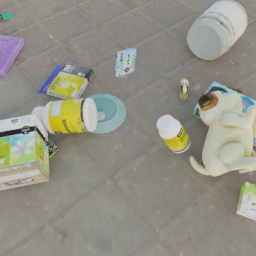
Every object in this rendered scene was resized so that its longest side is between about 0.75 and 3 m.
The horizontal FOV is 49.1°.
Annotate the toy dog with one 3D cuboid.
[{"bbox_3d":[3.396,0.099,9.620,1.999,2.778,2.865,10,65,-44],"label":"toy dog"}]

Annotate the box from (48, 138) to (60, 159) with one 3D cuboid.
[{"bbox_3d":[-3.110,0.735,10.382,0.919,0.203,0.736,35,62,22],"label":"box"}]

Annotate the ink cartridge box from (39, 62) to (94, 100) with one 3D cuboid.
[{"bbox_3d":[-2.691,-2.081,12.199,1.850,0.435,1.828,17,58,9],"label":"ink cartridge box"}]

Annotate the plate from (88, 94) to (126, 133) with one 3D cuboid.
[{"bbox_3d":[-1.083,-0.688,11.328,2.029,0.259,2.029,0,55,0],"label":"plate"}]

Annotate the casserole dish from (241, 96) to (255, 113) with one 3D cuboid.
[{"bbox_3d":[4.321,-0.820,10.761,1.160,0.225,0.703,-22,58,-14],"label":"casserole dish"}]

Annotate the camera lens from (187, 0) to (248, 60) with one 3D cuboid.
[{"bbox_3d":[4.138,-4.547,12.914,1.973,1.973,2.467,33,61,21],"label":"camera lens"}]

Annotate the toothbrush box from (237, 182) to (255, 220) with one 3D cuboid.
[{"bbox_3d":[4.047,2.386,9.106,0.745,0.440,1.023,19,59,13],"label":"toothbrush box"}]

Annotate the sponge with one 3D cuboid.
[{"bbox_3d":[-5.945,-3.462,13.179,1.300,0.347,2.330,9,56,6],"label":"sponge"}]

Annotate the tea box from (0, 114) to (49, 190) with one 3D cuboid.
[{"bbox_3d":[-3.883,0.854,9.421,2.067,1.381,2.033,-12,62,-2],"label":"tea box"}]

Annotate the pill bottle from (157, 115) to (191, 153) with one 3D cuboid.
[{"bbox_3d":[1.583,0.200,9.822,0.811,1.443,0.811,-20,47,23],"label":"pill bottle"}]

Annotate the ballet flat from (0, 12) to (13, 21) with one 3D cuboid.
[{"bbox_3d":[-6.727,-5.890,14.853,1.204,0.416,0.428,-27,40,-17],"label":"ballet flat"}]

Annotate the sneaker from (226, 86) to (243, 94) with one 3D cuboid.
[{"bbox_3d":[4.422,-1.537,11.890,0.852,0.300,0.322,12,73,18],"label":"sneaker"}]

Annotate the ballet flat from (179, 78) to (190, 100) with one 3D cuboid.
[{"bbox_3d":[2.434,-1.755,11.970,0.439,0.403,1.280,5,55,3],"label":"ballet flat"}]

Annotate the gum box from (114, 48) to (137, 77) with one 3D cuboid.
[{"bbox_3d":[-0.104,-2.652,11.295,0.249,0.950,1.118,25,34,27],"label":"gum box"}]

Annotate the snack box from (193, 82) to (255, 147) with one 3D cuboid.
[{"bbox_3d":[4.304,-0.556,11.057,2.947,0.547,1.712,30,61,19],"label":"snack box"}]

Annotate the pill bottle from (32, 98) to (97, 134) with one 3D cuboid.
[{"bbox_3d":[-2.366,-0.423,10.485,2.227,1.239,1.239,-4,55,12],"label":"pill bottle"}]
